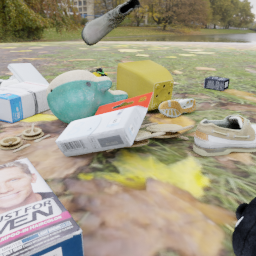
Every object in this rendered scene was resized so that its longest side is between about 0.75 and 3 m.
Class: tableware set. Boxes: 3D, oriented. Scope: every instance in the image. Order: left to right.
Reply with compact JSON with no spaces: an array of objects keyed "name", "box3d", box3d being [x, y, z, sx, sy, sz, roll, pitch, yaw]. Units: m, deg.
[{"name":"tableware set","box3d":[-2.973,0.236,7.847,0.916,0.278,1.386,11,24,27]},{"name":"tableware set","box3d":[0.565,0.260,7.590,2.333,0.467,1.542,-11,11,-40]}]

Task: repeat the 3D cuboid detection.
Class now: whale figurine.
[{"name":"whale figurine","box3d":[-1.253,-0.832,9.341,2.862,1.485,2.276,7,-28,-45]}]

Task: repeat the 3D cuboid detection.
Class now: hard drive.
[{"name":"hard drive","box3d":[-4.272,-2.159,12.481,1.883,0.247,1.242,46,30,11]}]

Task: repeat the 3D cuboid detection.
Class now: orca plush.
[{"name":"orca plush","box3d":[2.715,1.202,4.391,2.673,0.950,1.406,-7,22,-16]}]

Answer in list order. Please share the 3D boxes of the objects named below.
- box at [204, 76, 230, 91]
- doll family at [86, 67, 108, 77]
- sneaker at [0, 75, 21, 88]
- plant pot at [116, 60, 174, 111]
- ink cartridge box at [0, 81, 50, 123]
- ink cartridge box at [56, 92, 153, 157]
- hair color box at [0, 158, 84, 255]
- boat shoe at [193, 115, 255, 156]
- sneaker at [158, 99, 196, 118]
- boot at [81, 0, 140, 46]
[{"name":"box","box3d":[4.383,-2.212,13.864,1.010,0.527,0.747,17,27,37]},{"name":"doll family","box3d":[-1.818,-2.520,14.239,1.448,0.983,2.504,23,35,37]},{"name":"sneaker","box3d":[-4.940,-1.756,12.384,1.112,1.025,2.780,24,33,19]},{"name":"plant pot","box3d":[0.733,-1.484,10.577,1.692,1.703,1.742,-16,33,-36]},{"name":"ink cartridge box","box3d":[-3.948,-1.012,10.192,1.562,0.916,2.133,12,23,26]},{"name":"ink cartridge box","box3d":[-0.502,-0.316,7.296,1.919,0.567,2.398,-12,31,28]},{"name":"hair color box","box3d":[-1.742,1.368,4.274,1.213,0.734,2.427,-14,25,-33]},{"name":"boat shoe","box3d":[2.892,0.117,7.357,2.473,0.846,0.924,-9,23,-21]},{"name":"sneaker","box3d":[1.672,-0.720,10.105,1.632,0.617,0.715,-7,8,-32]},{"name":"boot","box3d":[-0.650,-4.053,10.394,2.316,0.784,1.513,-47,18,-28]}]
